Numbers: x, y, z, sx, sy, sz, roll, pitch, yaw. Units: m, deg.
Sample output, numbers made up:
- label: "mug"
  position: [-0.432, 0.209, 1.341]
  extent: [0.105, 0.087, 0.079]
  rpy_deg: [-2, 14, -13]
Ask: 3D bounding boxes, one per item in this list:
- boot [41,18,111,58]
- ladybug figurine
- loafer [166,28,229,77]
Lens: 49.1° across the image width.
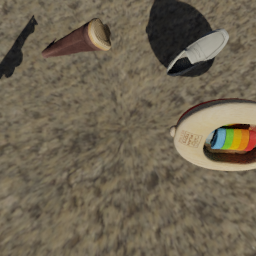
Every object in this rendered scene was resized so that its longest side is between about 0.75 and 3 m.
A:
- label: "boot"
  position: [-1.006, -1.546, 5.265]
  extent: [1.333, 1.602, 0.580]
  rpy_deg: [-20, 109, 9]
- label: "ladybug figurine"
  position: [1.996, 0.072, 5.565]
  extent: [2.407, 1.634, 0.866]
  rpy_deg: [8, 36, -8]
- label: "loafer"
  position: [1.531, -1.639, 6.341]
  extent: [0.554, 1.584, 0.553]
  rpy_deg: [52, 41, -3]
